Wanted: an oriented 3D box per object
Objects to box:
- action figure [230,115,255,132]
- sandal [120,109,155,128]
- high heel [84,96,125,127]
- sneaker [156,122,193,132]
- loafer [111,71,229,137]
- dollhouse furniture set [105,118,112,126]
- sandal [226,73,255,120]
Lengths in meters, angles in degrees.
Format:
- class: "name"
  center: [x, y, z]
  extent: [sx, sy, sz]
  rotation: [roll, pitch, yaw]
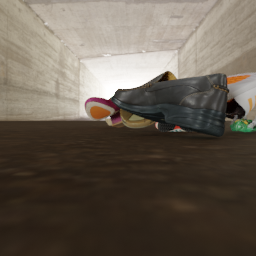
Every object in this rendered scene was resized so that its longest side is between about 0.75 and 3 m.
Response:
- class: "action figure"
  center: [2.503, -0.085, 5.988]
  extent: [0.813, 0.376, 1.376]
  rotation: [8, 9, 31]
- class: "sandal"
  center: [0.460, -0.509, 7.314]
  extent: [1.083, 0.728, 2.695]
  rotation: [-5, 21, 7]
- class: "high heel"
  center: [-0.681, -0.817, 8.466]
  extent: [0.829, 1.181, 2.462]
  rotation: [-20, -17, 21]
- class: "sneaker"
  center: [1.095, -0.094, 6.333]
  extent: [0.994, 0.350, 0.465]
  rotation: [-3, 8, -9]
- class: "loafer"
  center: [0.652, -0.543, 4.946]
  extent: [0.914, 0.908, 2.511]
  rotation: [15, 1, -44]
- class: "dollhouse furniture set"
  center: [-0.007, -0.796, 12.268]
  extent: [1.456, 1.304, 1.838]
  rotation: [-2, 1, 38]
- class: "sandal"
  center: [2.202, -0.546, 6.516]
  extent: [2.998, 0.859, 1.148]
  rotation: [-25, 19, -23]
